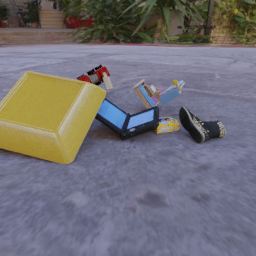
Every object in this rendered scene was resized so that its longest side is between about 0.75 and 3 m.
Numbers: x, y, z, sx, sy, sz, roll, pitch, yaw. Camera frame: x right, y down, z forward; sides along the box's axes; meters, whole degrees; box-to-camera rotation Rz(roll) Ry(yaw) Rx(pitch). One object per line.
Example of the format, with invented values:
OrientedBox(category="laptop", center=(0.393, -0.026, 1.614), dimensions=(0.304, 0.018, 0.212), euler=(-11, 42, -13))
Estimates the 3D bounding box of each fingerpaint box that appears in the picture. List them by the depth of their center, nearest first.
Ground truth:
OrientedBox(category="fingerpaint box", center=(1.139, -0.105, 8.657), dimensions=(0.774, 0.284, 0.645), euler=(-6, 21, -15))

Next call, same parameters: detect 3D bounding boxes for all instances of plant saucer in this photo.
OrientedBox(category="plant saucer", center=(-2.214, -0.539, 7.318), dimensions=(2.627, 0.636, 2.626), euler=(12, 52, 12))

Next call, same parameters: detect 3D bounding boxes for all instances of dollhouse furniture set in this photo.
OrientedBox(category="dollhouse furniture set", center=(1.262, -1.585, 10.094), dimensions=(1.613, 1.052, 1.522), euler=(-28, 12, 37))

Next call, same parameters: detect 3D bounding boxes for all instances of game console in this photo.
OrientedBox(category="game console", center=(-0.004, -0.506, 8.394), dimensions=(1.653, 1.094, 1.880), euler=(-19, 17, 13))

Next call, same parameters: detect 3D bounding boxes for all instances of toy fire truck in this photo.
OrientedBox(category="toy fire truck", center=(-1.313, -1.960, 11.790), dimensions=(1.380, 1.009, 1.568), euler=(-30, 18, -9))

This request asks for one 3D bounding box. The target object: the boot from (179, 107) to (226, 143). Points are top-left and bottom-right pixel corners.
OrientedBox(category="boot", center=(2.132, -0.136, 8.116), dimensions=(0.973, 0.465, 1.289), euler=(-7, 48, -24))
